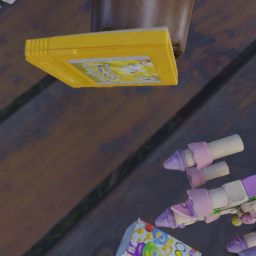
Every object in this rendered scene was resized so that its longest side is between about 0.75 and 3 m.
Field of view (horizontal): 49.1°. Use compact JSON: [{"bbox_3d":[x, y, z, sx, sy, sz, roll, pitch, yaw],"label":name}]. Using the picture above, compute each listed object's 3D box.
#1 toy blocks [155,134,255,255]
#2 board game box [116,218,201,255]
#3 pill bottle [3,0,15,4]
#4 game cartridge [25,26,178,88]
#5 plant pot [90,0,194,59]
[{"bbox_3d":[1.238,1.409,4.586,1.671,1.855,1.985,-18,64,2],"label":"toy blocks"},{"bbox_3d":[0.533,2.333,5.056,1.312,0.676,0.688,30,47,-1],"label":"board game box"},{"bbox_3d":[-3.507,-3.631,5.798,2.457,1.378,1.378,13,63,-39],"label":"pill bottle"},{"bbox_3d":[-0.315,-1.035,4.646,2.152,1.897,0.349,-2,84,14],"label":"game cartridge"},{"bbox_3d":[0.309,-2.888,5.858,2.641,2.641,2.614,7,90,3],"label":"plant pot"}]
